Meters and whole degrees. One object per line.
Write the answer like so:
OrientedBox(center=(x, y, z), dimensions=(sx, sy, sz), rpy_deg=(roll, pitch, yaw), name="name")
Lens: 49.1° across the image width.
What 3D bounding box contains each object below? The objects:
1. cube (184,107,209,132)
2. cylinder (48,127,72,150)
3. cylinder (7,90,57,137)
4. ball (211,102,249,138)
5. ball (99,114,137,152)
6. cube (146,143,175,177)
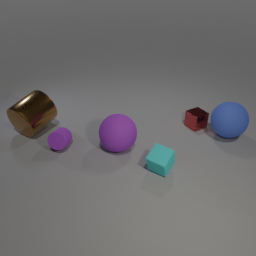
OrientedBox(center=(2.877, -0.377, 11.803), dimensions=(0.700, 0.700, 0.700), rpy_deg=(-17, 36, -26), name="cube")
OrientedBox(center=(-2.517, 0.390, 10.395), dimensions=(0.700, 0.700, 0.700), rpy_deg=(4, 15, 7), name="cylinder")
OrientedBox(center=(-3.825, -0.587, 11.238), dimensions=(1.400, 1.400, 1.400), rpy_deg=(19, 48, 28), name="cylinder")
OrientedBox(center=(3.923, -0.320, 10.818), dimensions=(1.400, 1.400, 1.400), rpy_deg=(0, 32, 0), name="ball")
OrientedBox(center=(-0.365, 0.176, 10.224), dimensions=(1.400, 1.400, 1.400), rpy_deg=(0, 32, 0), name="ball")
OrientedBox(center=(1.081, 1.055, 9.226), dimensions=(0.700, 0.700, 0.700), rpy_deg=(22, 59, 26), name="cube")
